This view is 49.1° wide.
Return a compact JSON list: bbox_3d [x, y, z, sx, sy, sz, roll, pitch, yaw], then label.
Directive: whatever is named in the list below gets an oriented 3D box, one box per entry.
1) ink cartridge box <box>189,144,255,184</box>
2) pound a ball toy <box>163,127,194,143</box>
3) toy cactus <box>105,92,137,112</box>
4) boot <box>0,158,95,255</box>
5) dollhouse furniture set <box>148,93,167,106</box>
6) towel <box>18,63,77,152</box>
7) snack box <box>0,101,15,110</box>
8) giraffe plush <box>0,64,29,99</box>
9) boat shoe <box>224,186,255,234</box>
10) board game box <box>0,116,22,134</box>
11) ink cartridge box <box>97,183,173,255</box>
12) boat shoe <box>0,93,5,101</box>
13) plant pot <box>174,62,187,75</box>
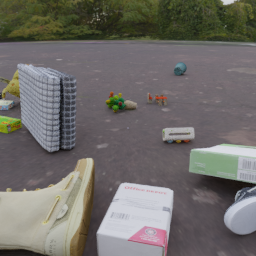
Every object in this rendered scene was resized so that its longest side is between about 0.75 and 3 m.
[{"bbox_3d":[2.674,0.757,6.472,1.726,0.569,2.372,5,1,35],"label":"ink cartridge box"},{"bbox_3d":[1.563,0.225,8.448,1.021,0.434,0.666,-1,-4,-3],"label":"pound a ball toy"},{"bbox_3d":[-0.276,-1.053,11.326,1.250,0.775,1.515,8,12,-6],"label":"toy cactus"},{"bbox_3d":[-1.562,1.267,5.053,1.844,0.863,2.372,2,27,0],"label":"boot"},{"bbox_3d":[1.275,-1.291,12.116,0.827,0.431,0.836,-2,22,-5],"label":"dollhouse furniture set"},{"bbox_3d":[-2.369,-0.698,8.335,1.099,2.126,2.568,-10,24,-33],"label":"towel"},{"bbox_3d":[-5.380,-0.947,11.535,1.160,0.215,0.674,1,22,3],"label":"snack box"},{"bbox_3d":[-4.005,-1.534,11.539,1.641,1.746,2.023,34,24,21],"label":"giraffe plush"},{"bbox_3d":[2.257,1.374,5.108,1.766,0.633,0.599,-10,21,-32],"label":"boat shoe"},{"bbox_3d":[-4.279,-0.148,9.402,1.248,0.297,0.634,10,23,23],"label":"board game box"},{"bbox_3d":[0.190,1.570,4.658,1.016,0.574,1.387,5,22,13],"label":"ink cartridge box"},{"bbox_3d":[-6.139,-1.403,12.501,1.180,0.356,0.436,0,22,1],"label":"boat shoe"},{"bbox_3d":[3.328,-3.785,18.135,0.762,0.762,0.747,10,31,24],"label":"plant pot"}]
